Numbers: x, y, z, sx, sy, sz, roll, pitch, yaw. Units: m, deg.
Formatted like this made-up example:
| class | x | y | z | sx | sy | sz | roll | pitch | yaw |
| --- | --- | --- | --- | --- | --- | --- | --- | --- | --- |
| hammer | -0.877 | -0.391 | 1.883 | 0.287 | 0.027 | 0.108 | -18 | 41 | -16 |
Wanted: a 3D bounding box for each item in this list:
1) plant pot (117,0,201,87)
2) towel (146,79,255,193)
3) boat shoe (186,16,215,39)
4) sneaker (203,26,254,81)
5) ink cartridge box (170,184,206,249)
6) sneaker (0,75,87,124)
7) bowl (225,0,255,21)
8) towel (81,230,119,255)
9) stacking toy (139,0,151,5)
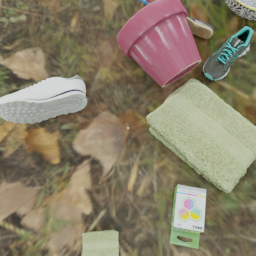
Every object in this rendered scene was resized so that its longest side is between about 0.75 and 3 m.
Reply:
| class | x | y | z | sx | sy | sz | roll | pitch | yaw |
| --- | --- | --- | --- | --- | --- | --- | --- | --- | --- |
| plant pot | 0.920 | -2.063 | 7.177 | 1.872 | 1.872 | 1.676 | -31 | 86 | -11 |
| towel | 1.957 | 0.090 | 6.936 | 1.984 | 0.488 | 2.674 | -43 | 74 | -14 |
| boat shoe | 1.974 | -2.995 | 8.213 | 1.185 | 0.426 | 0.384 | 30 | 51 | 19 |
| sneaker | 2.735 | -2.084 | 7.598 | 0.720 | 0.847 | 1.856 | 39 | 74 | 14 |
| ink cartridge box | 1.341 | 1.965 | 6.257 | 0.662 | 0.378 | 1.275 | 9 | 69 | 4 |
| sneaker | -2.221 | -0.778 | 7.186 | 2.308 | 0.882 | 0.929 | -10 | 58 | -9 |
| bowl | 3.792 | -4.031 | 8.114 | 2.628 | 1.233 | 2.628 | -1 | 73 | 2 |
| towel | -0.609 | 2.565 | 6.144 | 0.827 | 0.151 | 0.614 | -3 | 68 | -1 |
| stacking toy | 0.631 | -4.052 | 8.069 | 0.518 | 0.489 | 0.892 | 46 | 115 | 22 |
